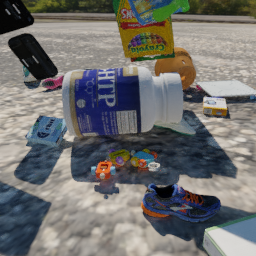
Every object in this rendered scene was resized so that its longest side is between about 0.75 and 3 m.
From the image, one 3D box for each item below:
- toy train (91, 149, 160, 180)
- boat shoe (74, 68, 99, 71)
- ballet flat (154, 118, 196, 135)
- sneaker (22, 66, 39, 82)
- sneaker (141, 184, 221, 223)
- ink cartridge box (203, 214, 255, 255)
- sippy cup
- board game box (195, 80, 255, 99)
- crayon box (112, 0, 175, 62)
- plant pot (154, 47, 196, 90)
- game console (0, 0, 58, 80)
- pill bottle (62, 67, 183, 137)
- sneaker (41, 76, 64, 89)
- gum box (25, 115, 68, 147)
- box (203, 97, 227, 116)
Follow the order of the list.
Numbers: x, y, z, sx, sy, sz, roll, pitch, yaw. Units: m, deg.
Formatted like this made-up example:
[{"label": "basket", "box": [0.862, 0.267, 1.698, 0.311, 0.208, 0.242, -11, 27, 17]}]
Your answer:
[{"label": "toy train", "box": [-0.033, 0.859, 6.116, 1.432, 0.398, 1.076, -2, 26, 2]}, {"label": "boat shoe", "box": [-1.722, -2.209, 12.141, 2.360, 0.846, 0.800, -14, 29, -33]}, {"label": "ballet flat", "box": [1.326, -0.162, 8.164, 1.371, 0.476, 0.476, 17, 30, 32]}, {"label": "sneaker", "box": [-4.646, -3.002, 13.606, 0.996, 1.023, 2.570, -9, 26, -19]}, {"label": "sneaker", "box": [0.939, 1.286, 4.957, 1.410, 0.553, 0.531, 1, 26, 2]}, {"label": "ink cartridge box", "box": [2.041, 1.917, 3.750, 1.284, 0.423, 1.765, -8, 26, -18]}, {"label": "sippy cup", "box": [0.653, -3.153, 6.678, 1.232, 1.320, 1.681, -24, 11, 17]}, {"label": "board game box", "box": [3.970, -1.539, 11.378, 1.936, 0.250, 1.936, -4, 26, -7]}, {"label": "crayon box", "box": [0.613, -3.534, 9.704, 1.816, 2.860, 0.727, -3, 38, 17]}, {"label": "plant pot", "box": [2.088, -2.362, 11.776, 1.673, 1.673, 1.171, -8, 44, -17]}, {"label": "game console", "box": [-3.019, -2.338, 7.609, 1.664, 2.820, 0.340, -7, 52, 20]}, {"label": "pill bottle", "box": [-0.116, -0.736, 7.611, 2.988, 1.789, 1.789, -4, 25, 1]}, {"label": "sneaker", "box": [-3.248, -1.941, 12.167, 1.179, 0.466, 0.563, -21, 11, -40]}, {"label": "gum box", "box": [-2.166, 0.065, 7.621, 0.965, 0.215, 0.820, 9, 52, 17]}, {"label": "box", "box": [3.020, -0.792, 9.789, 0.755, 0.263, 1.268, 6, 23, 13]}]
